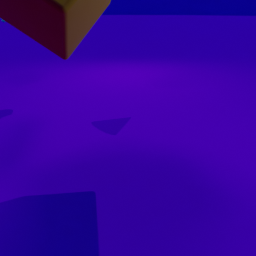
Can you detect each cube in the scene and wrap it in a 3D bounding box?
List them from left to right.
[{"bbox_3d":[-1.089,-2.137,4.014,1.394,1.394,1.394,33,-15,-4],"label":"cube"}]

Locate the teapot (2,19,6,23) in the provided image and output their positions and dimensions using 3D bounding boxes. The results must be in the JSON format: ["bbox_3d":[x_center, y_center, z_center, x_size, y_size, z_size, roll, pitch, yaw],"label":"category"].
[{"bbox_3d":[-3.441,-3.699,8.154,0.840,1.351,0.661,18,-5,-35],"label":"teapot"}]

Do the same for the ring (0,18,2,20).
[{"bbox_3d":[-2.511,-2.700,4.878,0.316,1.579,1.579,-9,25,-3],"label":"ring"}]
